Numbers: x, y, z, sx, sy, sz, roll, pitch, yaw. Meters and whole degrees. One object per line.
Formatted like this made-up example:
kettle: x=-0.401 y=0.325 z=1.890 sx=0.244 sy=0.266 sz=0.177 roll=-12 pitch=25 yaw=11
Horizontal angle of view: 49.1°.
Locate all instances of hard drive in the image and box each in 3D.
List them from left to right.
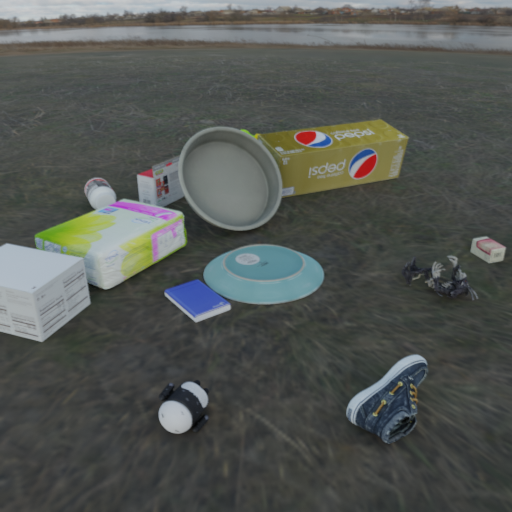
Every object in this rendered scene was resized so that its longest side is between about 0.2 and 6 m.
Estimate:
hard drive: x=-1.052 y=0.779 z=9.942 sx=0.715 sy=0.137 sz=1.083 roll=-18 pitch=31 yaw=-32

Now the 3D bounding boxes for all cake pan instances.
cake pan: x=-0.626 y=-1.731 z=12.930 sx=2.557 sy=2.557 sz=0.469 roll=-16 pitch=-9 yaw=-29

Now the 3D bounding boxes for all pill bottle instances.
pill bottle: x=-3.862 y=-1.485 z=13.968 sx=0.642 sy=0.642 sz=1.160 roll=-11 pitch=29 yaw=-22

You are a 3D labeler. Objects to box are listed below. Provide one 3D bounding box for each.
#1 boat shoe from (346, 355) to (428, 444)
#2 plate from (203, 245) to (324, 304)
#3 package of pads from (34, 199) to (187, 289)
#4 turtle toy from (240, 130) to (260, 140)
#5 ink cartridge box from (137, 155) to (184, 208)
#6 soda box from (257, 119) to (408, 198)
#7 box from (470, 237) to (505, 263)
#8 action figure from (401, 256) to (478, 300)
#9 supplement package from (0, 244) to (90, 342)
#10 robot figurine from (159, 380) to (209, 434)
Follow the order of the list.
boat shoe: x=1.925 y=1.885 z=7.329 sx=1.495 sy=0.529 sz=0.679 roll=-27 pitch=37 yaw=-31
plate: x=0.147 y=0.229 z=10.888 sx=2.341 sy=0.299 sz=2.341 roll=0 pitch=27 yaw=0
package of pads: x=-2.829 y=-0.313 z=11.366 sx=1.924 sy=0.849 sz=2.490 roll=16 pitch=31 yaw=31
turtle toy: x=-0.325 y=-3.193 z=16.738 sx=1.240 sy=1.701 sz=0.860 roll=9 pitch=70 yaw=28
ink cartridge box: x=-2.390 y=-1.938 z=14.307 sx=0.551 sy=1.154 sz=1.314 roll=14 pitch=29 yaw=26
soda box: x=2.084 y=-2.745 z=15.532 sx=4.100 sy=1.312 sz=1.389 roll=-12 pitch=40 yaw=-23
box: x=4.790 y=-0.128 z=11.581 sx=0.371 sy=0.316 sz=0.580 roll=-9 pitch=28 yaw=-18
action figure: x=3.374 y=0.368 z=10.194 sx=1.350 sy=0.689 sz=0.803 roll=18 pitch=21 yaw=36
supplement package: x=-3.931 y=0.568 z=9.465 sx=1.684 sy=0.934 sz=1.312 roll=10 pitch=28 yaw=18
robot figurine: x=-0.924 y=1.941 z=7.223 sx=0.573 sy=0.476 sz=0.762 roll=9 pitch=27 yaw=24
